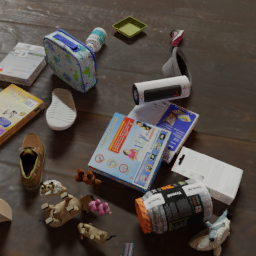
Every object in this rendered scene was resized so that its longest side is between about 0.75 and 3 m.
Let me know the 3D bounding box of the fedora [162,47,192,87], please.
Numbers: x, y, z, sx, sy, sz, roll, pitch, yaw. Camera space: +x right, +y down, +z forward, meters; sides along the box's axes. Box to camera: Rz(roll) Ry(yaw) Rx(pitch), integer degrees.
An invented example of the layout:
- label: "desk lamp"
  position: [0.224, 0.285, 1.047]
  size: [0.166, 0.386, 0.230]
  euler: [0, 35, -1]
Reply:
- label: "fedora"
  position: [2.119, -2.508, 12.501]
  size: [0.902, 1.766, 1.997]
  euler: [-20, 57, 30]

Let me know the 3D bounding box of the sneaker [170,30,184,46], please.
- label: "sneaker"
  position: [2.453, -4.808, 14.836]
  size: [0.625, 0.527, 1.430]
  euler: [21, 51, 18]

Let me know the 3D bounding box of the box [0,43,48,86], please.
- label: "box"
  position: [-5.019, -3.115, 13.487]
  size: [1.859, 0.491, 2.385]
  euler: [12, 52, 11]

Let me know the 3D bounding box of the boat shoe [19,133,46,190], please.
- label: "boat shoe"
  position: [-3.418, 1.000, 9.994]
  size: [0.844, 0.798, 2.347]
  euler: [-12, 52, -10]

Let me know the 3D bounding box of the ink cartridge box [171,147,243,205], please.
- label: "ink cartridge box"
  position: [2.685, 1.606, 9.685]
  size: [2.181, 0.549, 1.189]
  euler: [22, 55, 18]

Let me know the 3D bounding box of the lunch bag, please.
- label: "lunch bag"
  position: [-2.491, -2.965, 12.303]
  size: [2.666, 2.143, 1.099]
  euler: [36, 60, 26]

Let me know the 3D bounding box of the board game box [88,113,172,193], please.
- label: "board game box"
  position: [0.103, 0.835, 9.868]
  size: [2.211, 0.631, 2.258]
  euler: [20, 68, 17]

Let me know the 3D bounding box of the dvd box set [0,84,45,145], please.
- label: "dvd box set"
  position: [-5.091, -0.571, 11.511]
  size: [1.983, 0.398, 2.710]
  euler: [28, 57, 20]

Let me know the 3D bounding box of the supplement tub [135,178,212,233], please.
- label: "supplement tub"
  position: [1.355, 2.405, 8.562]
  size: [2.109, 1.292, 1.292]
  euler: [-13, 53, -11]

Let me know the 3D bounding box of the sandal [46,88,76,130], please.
- label: "sandal"
  position: [-2.696, -0.682, 11.488]
  size: [1.126, 0.680, 2.767]
  euler: [9, 37, -12]

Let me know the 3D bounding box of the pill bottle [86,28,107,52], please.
- label: "pill bottle"
  position: [-1.672, -4.439, 14.358]
  size: [0.790, 0.790, 1.425]
  euler: [14, 54, 11]

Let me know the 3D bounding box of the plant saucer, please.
- label: "plant saucer"
  position: [0.093, -5.524, 15.506]
  size: [1.425, 0.341, 1.423]
  euler: [38, 60, 26]

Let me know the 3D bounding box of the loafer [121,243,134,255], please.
- label: "loafer"
  position: [-0.315, 4.176, 7.515]
  size: [0.686, 0.783, 2.179]
  euler: [5, 54, 9]

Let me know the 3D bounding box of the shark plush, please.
- label: "shark plush"
  position: [2.641, 2.983, 8.566]
  size: [0.776, 0.847, 1.864]
  euler: [9, 50, 47]

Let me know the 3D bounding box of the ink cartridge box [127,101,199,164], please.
- label: "ink cartridge box"
  position: [1.122, -0.027, 10.949]
  size: [2.432, 0.578, 2.461]
  euler: [28, 66, 20]

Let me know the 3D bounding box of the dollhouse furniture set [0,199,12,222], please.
- label: "dollhouse furniture set"
  position: [-4.833, 1.505, 8.485]
  size: [1.748, 2.529, 2.678]
  euler: [-12, 64, -10]

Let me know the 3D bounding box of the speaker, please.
- label: "speaker"
  position: [1.318, -1.478, 11.031]
  size: [2.168, 0.880, 0.880]
  euler: [-10, 52, -13]

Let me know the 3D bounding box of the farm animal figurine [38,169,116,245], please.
- label: "farm animal figurine"
  position: [-1.562, 2.547, 8.633]
  size: [2.250, 1.186, 2.275]
  euler: [-15, 59, 4]
